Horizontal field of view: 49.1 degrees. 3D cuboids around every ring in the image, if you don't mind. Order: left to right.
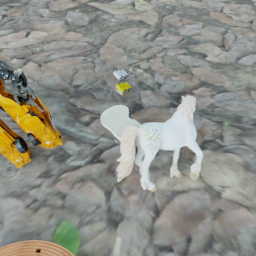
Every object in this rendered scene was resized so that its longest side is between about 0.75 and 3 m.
[{"bbox_3d":[-1.873,3.043,4.692,2.520,0.242,2.520,0,32,0],"label":"ring"}]

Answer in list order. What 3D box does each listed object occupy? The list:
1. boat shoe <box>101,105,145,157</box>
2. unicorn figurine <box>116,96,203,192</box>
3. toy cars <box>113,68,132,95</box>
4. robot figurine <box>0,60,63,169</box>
[{"bbox_3d":[-0.108,0.018,7.423,0.841,0.697,2.341,-31,27,-7],"label":"boat shoe"},{"bbox_3d":[0.990,0.257,6.460,1.055,1.962,2.856,1,7,43],"label":"unicorn figurine"},{"bbox_3d":[-0.249,-1.570,9.616,0.673,0.333,1.502,25,34,-30],"label":"toy cars"},{"bbox_3d":[-2.845,-0.315,6.471,1.974,2.723,0.793,-29,36,3],"label":"robot figurine"}]
